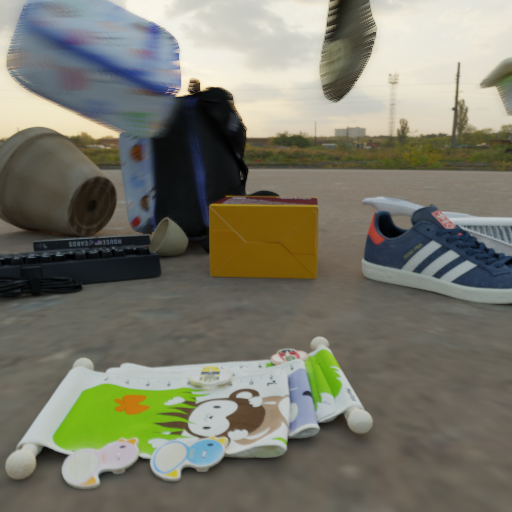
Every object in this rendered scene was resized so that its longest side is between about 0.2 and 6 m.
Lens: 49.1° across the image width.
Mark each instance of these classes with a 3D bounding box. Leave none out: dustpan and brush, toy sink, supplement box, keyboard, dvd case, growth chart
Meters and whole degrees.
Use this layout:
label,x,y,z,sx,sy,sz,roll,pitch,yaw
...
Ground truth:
label,x,y,z,sx,sy,sz,roll,pitch,yaw
dustpan and brush,3.555,-0.521,10.040,3.393,0.971,2.368,5,12,24
toy sink,3.449,-2.157,7.079,0.935,0.524,0.609,-11,-14,-15
supplement box,0.180,-0.347,8.884,1.600,1.077,1.622,1,11,5
keyboard,-3.197,0.177,7.925,3.542,0.454,2.127,-6,12,-23
dvd case,-2.860,-0.217,9.902,1.866,0.231,1.403,-4,2,-14
growth chart,-0.386,1.046,4.063,2.394,0.212,1.732,-3,12,-10

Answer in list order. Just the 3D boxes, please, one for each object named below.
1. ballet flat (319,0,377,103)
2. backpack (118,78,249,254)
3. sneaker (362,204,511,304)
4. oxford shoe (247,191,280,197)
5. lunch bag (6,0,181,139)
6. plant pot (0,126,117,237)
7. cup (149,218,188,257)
label,x,y,z,sx,sy,sz,roll,pitch,yaw
ballet flat,0.909,-2.591,5.748,0.517,2.229,0.751,21,-19,-26
backpack,-1.293,-1.605,11.402,2.392,3.105,2.958,-2,1,19
sneaker,2.617,-0.100,7.505,2.656,1.123,0.996,9,14,38
oxford shoe,-0.154,-1.520,15.960,1.917,0.697,0.809,-7,12,-31
lunch bag,-2.309,-3.149,8.732,2.524,1.190,3.150,20,32,-21
plant pot,-4.245,-1.398,12.191,2.032,2.341,2.341,26,22,27
cup,-1.492,-0.261,9.828,0.492,0.688,0.688,26,-2,-27
